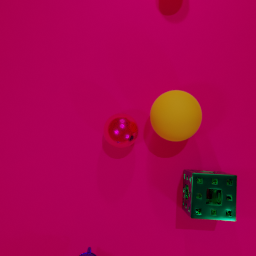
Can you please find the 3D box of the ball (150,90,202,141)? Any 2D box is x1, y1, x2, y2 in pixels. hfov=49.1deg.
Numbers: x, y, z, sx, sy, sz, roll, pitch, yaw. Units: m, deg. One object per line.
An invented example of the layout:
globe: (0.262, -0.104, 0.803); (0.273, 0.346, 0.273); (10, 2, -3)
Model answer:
ball: (1.254, -0.317, 7.371); (1.334, 1.334, 1.334); (0, 86, 0)

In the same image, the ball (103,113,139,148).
ball: (-0.188, 0.071, 7.608); (0.954, 0.954, 0.954); (0, 86, 0)

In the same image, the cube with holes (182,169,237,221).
cube with holes: (2.115, 1.730, 7.430); (1.115, 1.115, 1.115); (3, 86, 0)

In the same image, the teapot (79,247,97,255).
teapot: (-1.008, 3.415, 6.884); (0.743, 1.194, 0.585); (-2, 109, 0)
